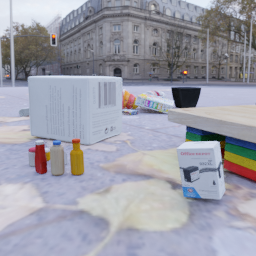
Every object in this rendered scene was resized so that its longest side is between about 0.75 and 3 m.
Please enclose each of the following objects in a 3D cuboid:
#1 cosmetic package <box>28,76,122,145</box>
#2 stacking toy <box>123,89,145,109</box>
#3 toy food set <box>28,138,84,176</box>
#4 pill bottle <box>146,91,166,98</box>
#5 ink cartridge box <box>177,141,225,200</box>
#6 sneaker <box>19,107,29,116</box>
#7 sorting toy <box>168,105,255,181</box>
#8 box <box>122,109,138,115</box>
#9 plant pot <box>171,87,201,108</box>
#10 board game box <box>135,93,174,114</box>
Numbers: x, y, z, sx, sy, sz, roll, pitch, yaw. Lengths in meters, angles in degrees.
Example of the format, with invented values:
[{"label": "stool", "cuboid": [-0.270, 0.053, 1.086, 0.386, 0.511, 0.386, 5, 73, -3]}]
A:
[{"label": "cosmetic package", "cuboid": [-1.530, -0.644, 8.384, 2.174, 1.794, 1.792, 6, 12, 28]}, {"label": "stacking toy", "cuboid": [0.277, -1.437, 15.422, 1.528, 1.116, 1.116, 15, 11, 0]}, {"label": "toy food set", "cuboid": [-1.503, 0.472, 5.521, 0.708, 0.667, 1.483, -9, 14, -40]}, {"label": "pill bottle", "cuboid": [1.752, -1.972, 18.063, 0.867, 0.867, 1.536, 8, 13, 38]}, {"label": "ink cartridge box", "cuboid": [1.071, 0.613, 4.112, 0.560, 0.771, 0.323, -4, 11, 33]}, {"label": "sneaker", "cuboid": [-4.224, -0.787, 12.835, 1.322, 0.479, 0.753, 3, 8, 13]}, {"label": "sorting toy", "cuboid": [2.872, 0.200, 5.957, 2.956, 1.035, 2.974, -5, 12, -27]}, {"label": "box", "cuboid": [-0.016, -0.757, 13.400, 0.599, 0.175, 0.876, -11, 15, -40]}, {"label": "plant pot", "cuboid": [3.262, -1.722, 15.899, 1.318, 1.169, 1.315, -2, 10, -13]}, {"label": "board game box", "cuboid": [1.457, -1.323, 14.574, 1.780, 0.453, 2.648, 16, 13, 7]}]
